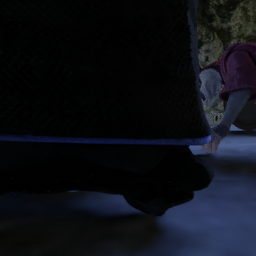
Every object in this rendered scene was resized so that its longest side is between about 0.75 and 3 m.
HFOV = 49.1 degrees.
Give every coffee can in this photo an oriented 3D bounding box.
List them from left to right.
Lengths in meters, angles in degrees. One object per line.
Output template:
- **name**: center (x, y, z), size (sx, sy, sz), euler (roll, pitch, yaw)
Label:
- **coffee can**: center (4.455, -0.855, 8.436), size (2.489, 1.822, 1.822), euler (-1, 2, -27)

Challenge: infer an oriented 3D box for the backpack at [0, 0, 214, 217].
- **backpack**: center (-0.920, -0.449, 1.581), size (2.253, 1.516, 2.057), euler (-2, 3, -9)

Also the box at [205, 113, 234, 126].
- **box**: center (4.213, -0.405, 13.763), size (1.977, 0.595, 1.153), euler (-2, 3, -39)

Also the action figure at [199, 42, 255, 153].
- **action figure**: center (1.746, -0.575, 2.932), size (2.502, 1.863, 1.676), euler (17, 17, 31)
